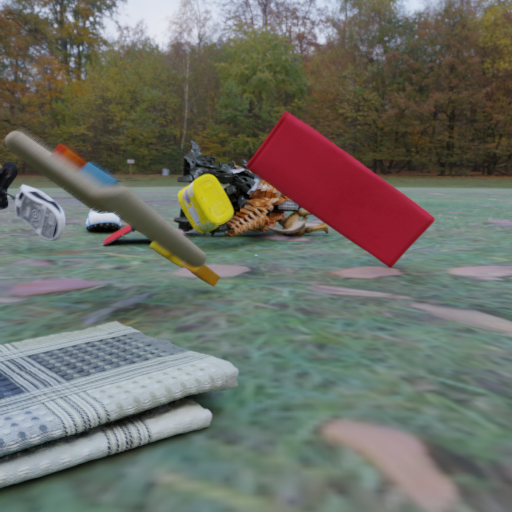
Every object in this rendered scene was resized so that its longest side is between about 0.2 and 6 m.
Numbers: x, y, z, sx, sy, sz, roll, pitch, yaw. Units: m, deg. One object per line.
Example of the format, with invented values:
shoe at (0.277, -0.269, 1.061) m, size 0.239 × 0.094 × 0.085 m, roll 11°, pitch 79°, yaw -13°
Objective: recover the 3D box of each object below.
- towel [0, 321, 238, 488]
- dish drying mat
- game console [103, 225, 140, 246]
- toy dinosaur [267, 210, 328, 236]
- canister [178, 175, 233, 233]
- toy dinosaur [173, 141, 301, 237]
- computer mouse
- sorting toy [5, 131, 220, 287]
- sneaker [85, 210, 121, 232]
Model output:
towel at (-1.295, 0.851, 3.490) m, size 1.873 × 0.324 × 1.804 m, roll -10°, pitch 10°, yaw -38°
dish drying mat at (1.221, -0.914, 8.074) m, size 2.674 × 1.027 × 0.243 m, roll 33°, pitch 24°, yaw -12°
game console at (-2.487, -0.322, 11.438) m, size 1.008 × 0.694 × 1.169 m, roll 30°, pitch 2°, yaw -15°
toy dinosaur at (0.910, -0.669, 12.533) m, size 1.329 × 0.756 × 2.502 m, roll -15°, pitch 11°, yaw 1°
canister at (-0.961, -0.962, 10.580) m, size 0.578 × 0.991 × 1.334 m, roll -31°, pitch 6°, yaw -17°
toy dinosaur at (-0.290, -1.324, 12.311) m, size 2.705 × 2.036 × 3.986 m, roll 10°, pitch 0°, yaw 2°
computer mouse at (-4.051, -0.899, 10.139) m, size 1.881 × 1.031 × 0.413 m, roll 33°, pitch 26°, yaw 18°
sorting toy at (-1.337, -0.451, 6.076) m, size 1.796 × 0.323 × 2.411 m, roll 27°, pitch -10°, yaw 32°
sneaker at (-3.744, -1.073, 13.866) m, size 0.876 × 0.883 × 2.437 m, roll -1°, pitch 10°, yaw -12°
